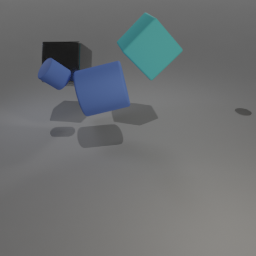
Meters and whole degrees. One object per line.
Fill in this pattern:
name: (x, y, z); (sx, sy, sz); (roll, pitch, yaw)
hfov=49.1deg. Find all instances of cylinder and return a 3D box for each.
cylinder: (-2.176, -1.590, 8.291); (0.700, 0.700, 0.700); (31, 7, -39)
cylinder: (-0.762, -1.179, 8.467); (1.400, 1.400, 1.400); (-13, 29, 3)

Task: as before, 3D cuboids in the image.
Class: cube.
cube: (-2.202, -2.295, 10.259); (1.400, 1.400, 1.400); (3, 3, 10)
cube: (0.674, -2.707, 9.269); (1.400, 1.400, 1.400); (-43, 28, 13)
